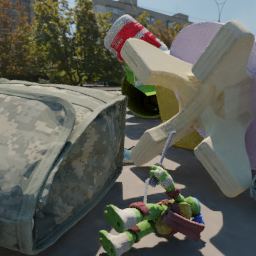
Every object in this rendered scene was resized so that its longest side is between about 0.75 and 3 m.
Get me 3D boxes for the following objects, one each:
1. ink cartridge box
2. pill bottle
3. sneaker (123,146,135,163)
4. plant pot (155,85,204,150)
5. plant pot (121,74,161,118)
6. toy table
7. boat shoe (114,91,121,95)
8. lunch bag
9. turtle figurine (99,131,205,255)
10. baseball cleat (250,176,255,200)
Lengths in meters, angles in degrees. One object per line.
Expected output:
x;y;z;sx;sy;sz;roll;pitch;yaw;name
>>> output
0.982;-1.747;8.524;1.660;0.851;2.246;-11;22;-11;ink cartridge box
0.515;-2.834;10.430;2.599;1.459;1.459;40;12;0;pill bottle
-0.202;0.442;5.095;0.769;0.346;0.301;-1;9;-9;sneaker
1.867;-0.531;6.419;1.868;2.117;2.117;-13;0;39;plant pot
1.147;-1.502;12.196;2.372;2.372;2.284;2;-3;15;plant pot
1.200;-0.441;4.404;1.716;2.694;2.930;-15;50;-38;toy table
-0.879;-1.303;14.708;0.747;0.915;2.477;40;-25;-19;boat shoe
-1.275;0.226;3.120;1.991;1.427;2.427;8;17;14;lunch bag
0.150;0.679;2.591;0.955;0.985;0.709;-12;-19;-38;turtle figurine
1.797;0.679;3.286;0.988;0.345;0.526;-8;39;-42;baseball cleat
